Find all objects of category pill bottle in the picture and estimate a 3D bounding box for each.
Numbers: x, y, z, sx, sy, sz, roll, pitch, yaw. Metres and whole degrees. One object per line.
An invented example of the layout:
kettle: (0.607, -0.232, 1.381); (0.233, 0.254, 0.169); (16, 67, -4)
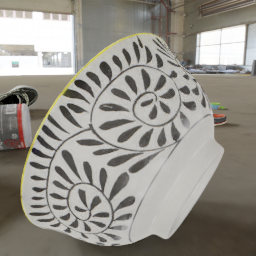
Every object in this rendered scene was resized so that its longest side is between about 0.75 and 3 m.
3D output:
pill bottle: (-3.196, 0.010, 6.418); (1.797, 1.041, 1.041); (-5, 14, -15)

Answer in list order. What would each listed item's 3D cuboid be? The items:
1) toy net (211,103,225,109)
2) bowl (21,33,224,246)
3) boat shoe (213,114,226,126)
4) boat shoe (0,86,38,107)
toy net: (3.700, -1.063, 12.619); (0.704, 0.259, 1.341); (-7, 15, -27)
bowl: (0.244, 0.389, 3.030); (1.154, 2.459, 2.459); (33, 27, 23)
boat shoe: (2.339, -0.406, 9.165); (1.852, 0.579, 0.659); (0, 11, -4)
boat shoe: (-4.451, -1.020, 11.093); (0.901, 1.000, 2.829); (6, 22, 25)
